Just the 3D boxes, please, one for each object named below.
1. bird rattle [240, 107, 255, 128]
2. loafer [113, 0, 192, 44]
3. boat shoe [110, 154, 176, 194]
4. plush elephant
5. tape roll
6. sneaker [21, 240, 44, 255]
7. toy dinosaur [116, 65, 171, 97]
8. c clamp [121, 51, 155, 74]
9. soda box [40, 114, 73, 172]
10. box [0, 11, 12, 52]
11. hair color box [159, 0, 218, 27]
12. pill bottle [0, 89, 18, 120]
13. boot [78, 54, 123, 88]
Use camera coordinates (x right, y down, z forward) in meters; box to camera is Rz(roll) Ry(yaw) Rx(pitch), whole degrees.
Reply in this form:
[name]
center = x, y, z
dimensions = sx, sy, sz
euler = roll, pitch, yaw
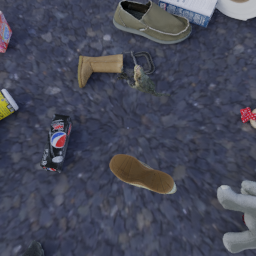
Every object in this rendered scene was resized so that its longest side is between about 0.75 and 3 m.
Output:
[bird rattle]
center = 4.191, -0.373, 8.931
dimensions = 1.096, 0.618, 0.894
euler = -27, 86, -8
[loafer]
center = 0.866, -3.888, 10.118
dimensions = 2.946, 1.026, 1.108
euler = 12, 68, 5
[boat shoe]
center = 0.349, 1.250, 7.268
dimensions = 1.875, 0.588, 0.687
euler = 23, 77, 30
[plush elephant]
center = 3.668, 1.950, 7.359
dimensions = 2.422, 1.875, 1.994
euler = -10, 109, 30
[tape roll]
center = 4.331, -5.584, 9.913
dimensions = 2.732, 2.732, 1.876
euler = 38, 73, 15
[sneaker]
center = -2.865, 4.068, 7.005
dimensions = 1.177, 0.678, 2.257
euler = 41, 68, 15
[toy dinosaur]
center = 0.422, -1.369, 8.360
dimensions = 1.187, 2.694, 0.639
euler = 34, 99, 21
[c clamp]
center = 0.404, -2.332, 9.966
dimensions = 0.989, 0.157, 1.157
euler = -17, 67, -12
[soda box]
center = -2.150, 0.449, 8.527
dimensions = 0.535, 0.597, 1.688
euler = 8, 68, 1
[box]
center = -5.436, -3.477, 9.927
dimensions = 2.122, 1.089, 1.004
euler = 6, 67, 1
[hair color box]
center = 2.262, -4.687, 10.682
dimensions = 2.000, 0.605, 1.000
euler = 24, 69, 10
[pill bottle]
center = -4.278, -0.572, 8.865
dimensions = 1.369, 0.770, 0.770
euler = -35, 72, -13
[boot]
center = -0.933, -1.994, 9.620
dimensions = 1.525, 0.504, 1.336
euler = 0, 67, -1
